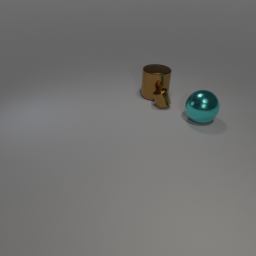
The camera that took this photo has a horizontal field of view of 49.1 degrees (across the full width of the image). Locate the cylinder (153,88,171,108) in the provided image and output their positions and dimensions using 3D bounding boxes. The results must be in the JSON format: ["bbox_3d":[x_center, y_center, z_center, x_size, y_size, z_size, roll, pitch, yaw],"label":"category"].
[{"bbox_3d":[1.577,-1.386,13.001,0.700,0.700,0.700,-17,24,8],"label":"cylinder"}]

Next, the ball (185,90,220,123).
[{"bbox_3d":[3.105,-0.895,11.716,1.400,1.400,1.400,0,31,0],"label":"ball"}]

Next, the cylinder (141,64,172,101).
[{"bbox_3d":[1.386,-2.281,13.914,1.400,1.400,1.400,2,32,-1],"label":"cylinder"}]
